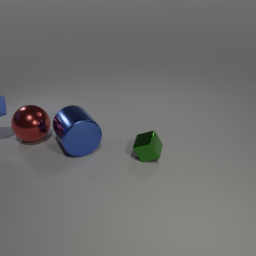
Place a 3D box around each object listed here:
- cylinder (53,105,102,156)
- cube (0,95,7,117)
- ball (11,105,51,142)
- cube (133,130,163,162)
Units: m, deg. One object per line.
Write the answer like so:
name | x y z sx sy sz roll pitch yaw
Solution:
cylinder | -1.826 0.080 10.003 1.400 1.400 1.400 -14 32 -24
cube | -4.817 -0.775 9.851 0.700 0.700 0.700 -16 -14 12
ball | -3.632 -0.172 10.510 1.400 1.400 1.400 0 29 0
cube | 0.679 0.615 9.439 0.700 0.700 0.700 -15 33 29
